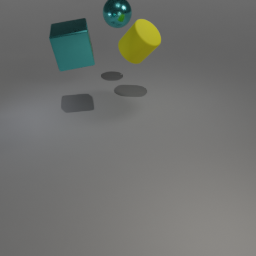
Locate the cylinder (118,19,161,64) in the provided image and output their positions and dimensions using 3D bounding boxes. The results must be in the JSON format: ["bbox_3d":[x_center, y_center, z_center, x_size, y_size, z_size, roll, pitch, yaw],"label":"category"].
[{"bbox_3d":[0.503,-3.807,12.419,1.400,1.400,1.400,17,58,-29],"label":"cylinder"}]

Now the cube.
[{"bbox_3d":[-2.142,-3.236,10.860,1.400,1.400,1.400,-11,41,-3],"label":"cube"}]

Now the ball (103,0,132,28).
[{"bbox_3d":[-0.512,-5.508,13.375,1.400,1.400,1.400,0,32,0],"label":"ball"}]
